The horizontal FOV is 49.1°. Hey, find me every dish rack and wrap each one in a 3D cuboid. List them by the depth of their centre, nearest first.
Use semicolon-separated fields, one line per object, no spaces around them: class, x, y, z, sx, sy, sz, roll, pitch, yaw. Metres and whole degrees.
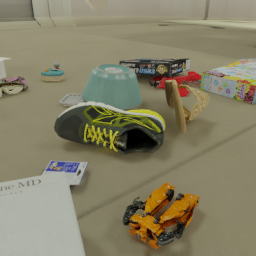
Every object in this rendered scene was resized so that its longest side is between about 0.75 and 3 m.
dish rack;-1.727;-0.878;8.974;0.719;0.182;0.838;5;26;9

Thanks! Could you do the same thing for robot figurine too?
robot figurine;0.521;1.305;4.222;0.921;0.370;1.271;19;31;34

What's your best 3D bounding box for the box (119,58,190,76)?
box;1.146;-2.559;11.549;2.264;0.562;2.247;9;18;30

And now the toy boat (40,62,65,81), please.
toy boat;-3.056;-2.312;11.513;1.011;0.559;1.203;1;26;3

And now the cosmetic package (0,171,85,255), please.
cosmetic package;-1.064;1.722;2.555;1.510;1.061;2.977;-9;26;-17

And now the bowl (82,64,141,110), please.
bowl;-0.475;-1.409;8.924;1.946;1.018;1.946;5;27;-3

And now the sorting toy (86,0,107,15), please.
sorting toy;-0.883;-4.036;7.252;1.099;1.852;2.058;-12;41;-19

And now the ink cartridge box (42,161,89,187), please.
ink cartridge box;-1.208;0.896;5.306;0.790;0.186;0.781;4;24;4

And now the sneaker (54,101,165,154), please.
sneaker;-0.394;0.023;6.212;2.554;0.951;1.081;0;26;-1

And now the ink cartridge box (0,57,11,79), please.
ink cartridge box;-5.871;-2.264;11.167;1.327;0.763;2.266;10;27;19

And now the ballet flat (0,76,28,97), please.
ballet flat;-4.273;-1.356;9.616;1.767;0.611;0.629;-22;52;-38

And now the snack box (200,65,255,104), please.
snack box;3.937;-1.615;9.891;1.745;0.700;2.070;-20;33;-33

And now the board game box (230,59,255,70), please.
board game box;5.232;-2.602;12.009;1.553;0.395;2.311;10;26;40

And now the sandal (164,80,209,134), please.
sandal;1.693;-0.821;7.734;1.010;1.126;3.072;-8;21;3

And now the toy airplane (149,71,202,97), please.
toy airplane;1.919;-1.770;10.534;2.357;0.434;2.357;0;27;0
